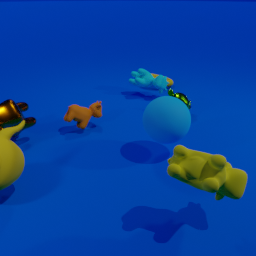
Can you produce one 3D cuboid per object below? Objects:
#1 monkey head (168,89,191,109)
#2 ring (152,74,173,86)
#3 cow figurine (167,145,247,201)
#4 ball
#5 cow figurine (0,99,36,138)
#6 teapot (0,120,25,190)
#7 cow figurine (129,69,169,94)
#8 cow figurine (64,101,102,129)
[{"bbox_3d":[1.679,-0.786,9.321,0.651,0.777,1.080,-11,63,-52],"label":"monkey head"},{"bbox_3d":[1.323,-2.095,12.140,1.305,0.261,1.305,12,20,-4],"label":"ring"},{"bbox_3d":[1.316,0.766,4.720,1.321,0.725,1.300,17,-9,18],"label":"cow figurine"},{"bbox_3d":[0.948,-0.195,6.902,1.180,1.180,1.180,0,27,0],"label":"ball"},{"bbox_3d":[-3.181,-0.157,7.204,1.651,0.906,1.625,-29,-1,30],"label":"cow figurine"},{"bbox_3d":[-2.564,0.650,5.639,1.114,1.791,0.877,20,0,21],"label":"teapot"},{"bbox_3d":[0.831,-1.809,10.860,1.297,0.723,1.318,19,-5,-24],"label":"cow figurine"},{"bbox_3d":[-1.303,-0.490,8.405,1.040,1.024,0.571,30,-9,-30],"label":"cow figurine"}]
